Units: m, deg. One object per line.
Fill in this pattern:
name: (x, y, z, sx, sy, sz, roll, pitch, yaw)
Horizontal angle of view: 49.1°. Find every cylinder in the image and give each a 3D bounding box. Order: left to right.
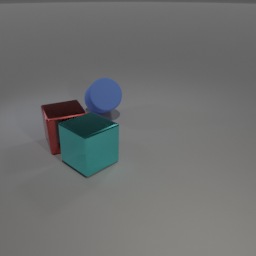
cylinder: (-1.116, -1.378, 12.302, 1.400, 1.400, 1.400, -10, 0, -18)

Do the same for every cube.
cube: (-2.316, -0.074, 10.323, 1.400, 1.400, 1.400, -12, 30, -20)
cube: (-1.260, 0.477, 9.179, 1.400, 1.400, 1.400, 24, 34, 38)
